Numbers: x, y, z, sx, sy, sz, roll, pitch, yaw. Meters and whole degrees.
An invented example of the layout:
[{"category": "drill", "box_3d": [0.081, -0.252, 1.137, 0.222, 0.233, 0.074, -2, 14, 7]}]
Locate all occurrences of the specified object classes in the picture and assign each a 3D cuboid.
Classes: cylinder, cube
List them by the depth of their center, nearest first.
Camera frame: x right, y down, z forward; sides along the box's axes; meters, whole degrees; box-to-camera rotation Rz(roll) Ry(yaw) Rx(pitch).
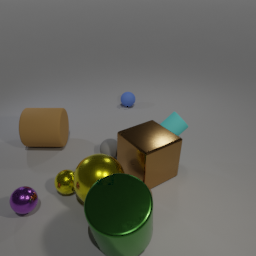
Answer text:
[{"category": "cylinder", "box_3d": [-0.154, 1.939, 6.125, 1.400, 1.400, 1.400, -2, 48, 3]}, {"category": "cube", "box_3d": [0.613, 0.799, 8.546, 1.400, 1.400, 1.400, -19, 36, -31]}, {"category": "cylinder", "box_3d": [1.517, -0.067, 9.307, 0.700, 0.700, 0.700, -42, 33, 6]}, {"category": "cylinder", "box_3d": [-2.977, -0.025, 10.090, 1.400, 1.400, 1.400, 0, 29, 1]}]

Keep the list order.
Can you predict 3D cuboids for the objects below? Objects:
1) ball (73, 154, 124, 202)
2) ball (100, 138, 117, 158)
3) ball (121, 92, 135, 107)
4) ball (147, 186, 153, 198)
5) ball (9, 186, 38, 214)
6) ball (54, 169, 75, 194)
[{"category": "ball", "box_3d": [-0.768, 1.387, 7.517, 1.400, 1.400, 1.400, 0, 29, 0]}, {"category": "ball", "box_3d": [-0.604, 0.705, 9.495, 0.700, 0.700, 0.700, 0, 29, 0]}, {"category": "ball", "box_3d": [0.000, -1.361, 13.243, 0.700, 0.700, 0.700, 0, 29, 0]}, {"category": "ball", "box_3d": [0.306, 1.829, 7.467, 0.700, 0.700, 0.700, 0, 29, 0]}, {"category": "ball", "box_3d": [-2.697, 1.866, 7.264, 0.700, 0.700, 0.700, 0, 29, 0]}, {"category": "ball", "box_3d": [-1.743, 1.536, 7.992, 0.700, 0.700, 0.700, 0, 29, 0]}]
